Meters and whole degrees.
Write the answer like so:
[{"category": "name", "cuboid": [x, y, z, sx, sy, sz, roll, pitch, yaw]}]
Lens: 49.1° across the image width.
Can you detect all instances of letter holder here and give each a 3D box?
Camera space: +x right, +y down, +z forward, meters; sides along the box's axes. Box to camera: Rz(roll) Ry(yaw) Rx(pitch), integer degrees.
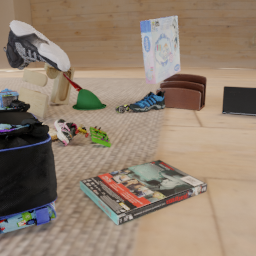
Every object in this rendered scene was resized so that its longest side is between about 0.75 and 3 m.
[{"category": "letter holder", "cuboid": [2.768, -1.941, 14.625, 2.378, 1.690, 1.196, 8, 18, 26]}]

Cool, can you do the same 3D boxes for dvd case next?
[{"category": "dvd case", "cuboid": [0.320, 1.249, 6.014, 2.238, 0.246, 1.633, -11, 19, -32]}]

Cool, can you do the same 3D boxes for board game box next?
[{"category": "board game box", "cuboid": [1.641, -3.798, 13.418, 0.603, 2.766, 2.779, 6, 25, 34]}]

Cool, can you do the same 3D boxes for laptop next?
[{"category": "laptop", "cuboid": [5.625, -1.316, 12.915, 2.309, 1.429, 2.466, 7, 17, 21]}]

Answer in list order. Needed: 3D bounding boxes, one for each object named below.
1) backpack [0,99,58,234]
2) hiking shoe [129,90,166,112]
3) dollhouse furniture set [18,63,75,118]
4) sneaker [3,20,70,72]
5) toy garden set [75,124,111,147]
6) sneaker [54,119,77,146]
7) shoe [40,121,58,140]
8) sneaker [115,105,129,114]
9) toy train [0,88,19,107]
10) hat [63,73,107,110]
[{"category": "backpack", "cuboid": [-2.815, 0.723, 4.768, 2.816, 1.894, 2.570, -11, 19, -25]}, {"category": "hiking shoe", "cuboid": [0.939, -1.350, 13.911, 2.159, 0.936, 0.803, -12, 20, -36]}, {"category": "dollhouse furniture set", "cuboid": [-3.480, -1.906, 13.859, 2.194, 2.560, 2.692, 19, 9, 38]}, {"category": "sneaker", "cuboid": [-3.483, -2.662, 10.529, 2.718, 1.547, 1.026, 39, 24, 4]}, {"category": "toy garden set", "cuboid": [-1.140, 0.108, 9.155, 1.151, 0.276, 1.381, 21, 10, -17]}, {"category": "sneaker", "cuboid": [-1.980, 0.051, 9.291, 0.654, 0.608, 1.515, -33, 33, -3]}, {"category": "shoe", "cuboid": [-3.386, 0.043, 9.582, 2.285, 0.610, 0.799, 6, 17, 21]}, {"category": "sneaker", "cuboid": [-0.347, -0.909, 13.514, 0.438, 0.400, 1.082, 1, 7, 28]}, {"category": "toy train", "cuboid": [-6.528, -1.320, 13.716, 2.458, 1.065, 1.404, -9, 24, -30]}, {"category": "hat", "cuboid": [-2.133, -1.949, 14.428, 2.056, 1.810, 1.703, -7, 17, -23]}]
